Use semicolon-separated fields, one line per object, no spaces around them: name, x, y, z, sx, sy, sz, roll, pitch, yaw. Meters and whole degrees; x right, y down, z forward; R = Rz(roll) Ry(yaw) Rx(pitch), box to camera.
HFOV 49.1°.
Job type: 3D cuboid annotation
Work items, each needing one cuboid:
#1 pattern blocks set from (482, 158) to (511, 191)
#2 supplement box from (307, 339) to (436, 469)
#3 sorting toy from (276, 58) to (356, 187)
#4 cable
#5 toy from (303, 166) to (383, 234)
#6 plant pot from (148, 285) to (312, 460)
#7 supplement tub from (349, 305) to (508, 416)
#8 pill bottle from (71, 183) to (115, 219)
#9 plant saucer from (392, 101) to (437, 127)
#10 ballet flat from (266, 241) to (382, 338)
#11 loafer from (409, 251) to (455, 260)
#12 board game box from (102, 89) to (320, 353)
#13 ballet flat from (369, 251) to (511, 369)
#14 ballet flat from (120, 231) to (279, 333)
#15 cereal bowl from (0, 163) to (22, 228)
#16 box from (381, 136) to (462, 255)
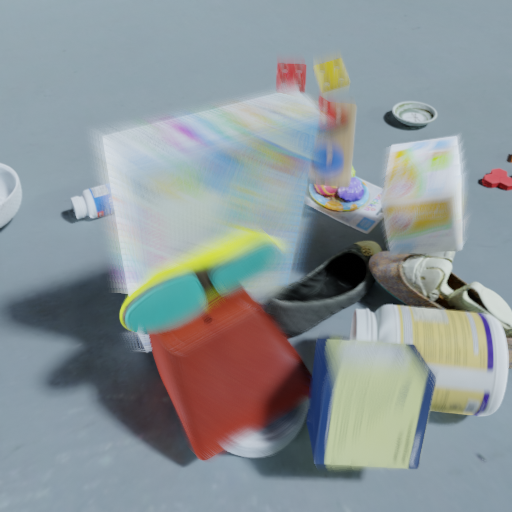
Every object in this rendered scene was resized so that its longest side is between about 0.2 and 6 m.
pattern blocks set;6.453;-1.665;11.983;2.677;0.217;2.353;-29;50;-28
supplement box;1.323;1.754;6.714;1.245;1.246;0.836;4;18;-2
sorting toy;1.019;-2.321;10.413;1.649;0.579;3.421;6;76;3
cable;-0.097;1.958;7.792;1.661;0.575;1.662;15;46;13
toy;1.534;-1.567;11.581;2.647;0.625;1.524;27;50;26
plant pot;-0.511;1.189;7.402;1.775;1.566;1.777;-28;34;-11
supplement tub;2.290;1.415;7.757;1.923;1.398;1.398;5;43;6
pill bottle;-3.084;-1.080;11.084;1.044;0.586;0.586;-20;46;-18
plant saucer;3.906;-3.464;13.890;1.091;0.274;1.091;0;42;0
ballet flat;1.256;0.452;9.257;2.683;0.762;0.891;-34;58;-32
loafer;3.082;-0.820;10.498;1.001;1.003;2.868;12;44;2
board game box;-0.589;-0.302;7.746;2.494;3.710;0.635;-20;55;-21
ballet flat;3.048;0.574;8.715;2.805;0.943;0.955;36;58;21
ballet flat;-0.710;0.252;6.810;2.109;0.705;0.707;-26;36;-17
cereal bowl;-5.485;-0.959;10.767;1.979;0.824;1.979;0;43;0
box;2.753;-1.015;9.184;1.137;1.025;2.021;-5;34;22
